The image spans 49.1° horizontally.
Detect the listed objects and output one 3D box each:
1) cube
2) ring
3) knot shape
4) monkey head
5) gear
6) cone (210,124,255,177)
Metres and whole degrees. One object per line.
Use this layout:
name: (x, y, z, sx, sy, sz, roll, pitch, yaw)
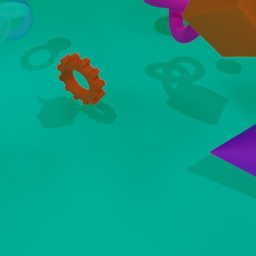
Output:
cube: (1.780, -1.869, 4.193, 1.160, 1.160, 1.160, -61, 31, -2)
ring: (-3.353, -3.105, 7.706, 1.429, 0.286, 1.429, 2, 84, -23)
knot shape: (1.204, -2.730, 5.894, 1.886, 0.931, 2.016, 16, 64, 33)
monkey head: (-2.387, -1.524, 3.921, 1.836, 1.321, 1.106, 11, 91, 12)
gear: (-1.020, -1.033, 6.069, 1.170, 1.170, 0.216, 26, 52, 21)
cone: (2.014, 0.361, 4.362, 1.612, 1.606, 1.606, 0, 48, -12)
